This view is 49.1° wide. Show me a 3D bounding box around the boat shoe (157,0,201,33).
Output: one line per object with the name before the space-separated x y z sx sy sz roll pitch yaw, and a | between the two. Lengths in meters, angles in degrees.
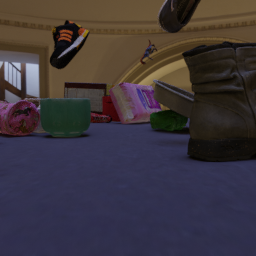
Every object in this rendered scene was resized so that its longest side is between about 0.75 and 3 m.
boat shoe | 1.302 -2.864 5.294 0.750 2.245 0.640 22 7 -24

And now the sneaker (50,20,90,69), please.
sneaker | -1.650 -2.133 7.008 0.804 0.625 1.787 33 44 -8

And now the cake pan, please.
cake pan | 2.015 -0.687 8.580 2.920 0.535 2.920 22 14 -6

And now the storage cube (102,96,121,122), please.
storage cube | -0.466 -0.983 14.269 1.413 1.270 1.208 -3 5 -44

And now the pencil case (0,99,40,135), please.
pencil case | -3.170 -0.305 7.485 0.897 0.937 2.166 5 2 -42

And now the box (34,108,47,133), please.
box | -2.530 -0.246 8.273 1.035 0.680 1.040 3 5 36

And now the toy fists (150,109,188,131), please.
toy fists | 1.396 -0.263 8.979 0.981 0.662 1.925 -6 3 20

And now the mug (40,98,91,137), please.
mug | -1.455 -0.267 7.038 1.216 0.915 1.480 3 4 40

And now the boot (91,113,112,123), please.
boot | -1.360 -0.449 12.565 0.985 0.495 1.366 5 3 35

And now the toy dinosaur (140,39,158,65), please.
toy dinosaur | 0.889 -3.369 12.793 0.949 1.045 0.549 -34 -40 4

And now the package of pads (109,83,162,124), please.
package of pads | 0.438 -1.092 12.707 1.054 1.679 2.787 -25 -9 29

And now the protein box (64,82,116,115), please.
protein box | -1.893 -1.687 16.724 2.764 1.865 2.744 6 6 23

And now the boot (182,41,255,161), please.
boot | 1.996 -0.439 4.153 2.569 1.678 0.870 -2 5 -22

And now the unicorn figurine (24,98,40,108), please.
unicorn figurine | -3.675 -0.733 12.281 1.913 1.028 2.784 2 1 -36
